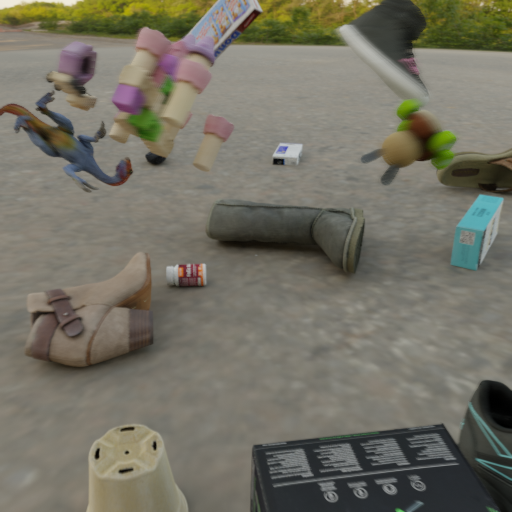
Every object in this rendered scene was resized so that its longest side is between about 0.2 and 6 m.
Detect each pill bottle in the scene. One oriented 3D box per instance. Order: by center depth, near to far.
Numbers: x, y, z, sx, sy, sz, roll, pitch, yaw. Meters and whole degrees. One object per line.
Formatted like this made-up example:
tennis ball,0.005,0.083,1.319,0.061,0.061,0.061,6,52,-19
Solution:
pill bottle,-1.127,0.314,9.054,0.625,0.357,0.357,-2,26,-5

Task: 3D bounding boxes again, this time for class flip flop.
flip flop,5.686,-1.912,12.967,2.877,1.166,0.828,-2,42,0

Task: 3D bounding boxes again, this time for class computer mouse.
computer mouse,-2.756,-2.913,15.885,0.602,0.349,2.052,-23,21,5

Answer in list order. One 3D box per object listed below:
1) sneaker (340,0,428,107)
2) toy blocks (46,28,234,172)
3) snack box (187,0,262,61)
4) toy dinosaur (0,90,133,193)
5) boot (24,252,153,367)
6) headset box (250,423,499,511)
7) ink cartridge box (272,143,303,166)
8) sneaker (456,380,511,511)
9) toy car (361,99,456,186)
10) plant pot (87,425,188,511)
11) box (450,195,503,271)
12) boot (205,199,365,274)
sneaker,2.795,-4.047,10.710,1.380,0.983,2.782,-39,52,14
toy blocks,-1.617,-3.015,9.471,2.435,2.050,2.276,20,-10,13
snack box,-0.823,-4.229,10.706,2.121,0.762,0.258,-34,-20,33
toy dinosaur,-2.859,-1.792,8.953,1.013,1.752,1.930,-50,49,-5
boot,-2.292,0.633,7.806,1.652,0.794,2.260,-1,30,-12
headset box,0.971,2.358,4.140,1.762,0.939,2.023,-4,26,-10
ink cartridge box,0.900,-2.862,15.749,0.698,0.275,1.403,5,28,11
sneaker,2.571,1.941,4.530,0.974,1.024,2.585,-6,16,-23
toy car,2.445,-1.735,9.316,1.286,1.015,1.057,-38,64,-2
plant pot,-1.093,2.022,4.930,0.948,0.868,0.948,0,26,0
box,4.045,-0.465,10.205,0.459,0.768,1.868,14,29,28
boot,0.475,-0.484,9.973,2.787,1.011,2.534,10,13,6
